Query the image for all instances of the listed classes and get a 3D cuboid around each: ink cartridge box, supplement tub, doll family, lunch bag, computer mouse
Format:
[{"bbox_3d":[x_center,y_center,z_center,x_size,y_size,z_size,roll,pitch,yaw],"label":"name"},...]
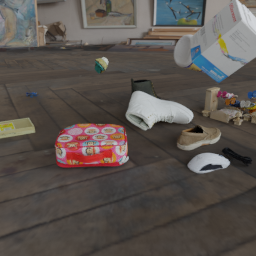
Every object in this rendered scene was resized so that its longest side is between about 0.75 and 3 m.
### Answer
[{"bbox_3d":[2.850,-2.468,8.064,1.238,1.712,1.261,30,46,-24],"label":"ink cartridge box"},{"bbox_3d":[3.051,-3.128,12.008,1.858,1.351,1.351,6,16,-30],"label":"supplement tub"},{"bbox_3d":[4.918,-1.059,12.121,1.324,0.961,2.133,5,3,-45],"label":"doll family"},{"bbox_3d":[-1.023,0.525,8.079,2.055,0.842,1.811,-1,21,-3],"label":"lunch bag"},{"bbox_3d":[2.489,0.874,7.828,1.746,0.383,0.958,-8,24,-21],"label":"computer mouse"}]

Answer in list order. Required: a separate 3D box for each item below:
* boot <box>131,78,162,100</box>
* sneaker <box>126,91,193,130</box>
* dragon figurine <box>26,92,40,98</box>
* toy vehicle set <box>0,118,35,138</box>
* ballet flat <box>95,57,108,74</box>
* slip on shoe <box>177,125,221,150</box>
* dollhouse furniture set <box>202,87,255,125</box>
[{"bbox_3d":[1.205,-1.279,11.667,2.379,1.646,0.922,-7,22,-21],"label":"boot"},{"bbox_3d":[1.158,-0.373,10.627,2.524,0.930,1.459,18,49,3],"label":"sneaker"},{"bbox_3d":[-5.063,-1.763,14.880,0.832,0.245,0.414,14,25,33],"label":"dragon figurine"},{"bbox_3d":[-4.425,0.027,10.225,1.793,0.238,1.114,-10,23,-25],"label":"toy vehicle set"},{"bbox_3d":[-1.156,-2.874,12.591,0.640,0.640,1.809,-4,3,-10],"label":"ballet flat"},{"bbox_3d":[2.406,0.188,9.312,1.957,0.593,0.744,-14,25,-32],"label":"slip on shoe"},{"bbox_3d":[4.204,-0.895,11.527,1.212,1.035,2.338,-18,28,-39],"label":"dollhouse furniture set"}]
